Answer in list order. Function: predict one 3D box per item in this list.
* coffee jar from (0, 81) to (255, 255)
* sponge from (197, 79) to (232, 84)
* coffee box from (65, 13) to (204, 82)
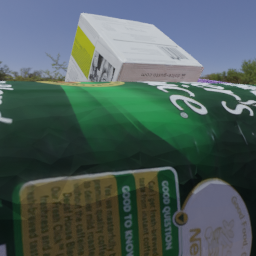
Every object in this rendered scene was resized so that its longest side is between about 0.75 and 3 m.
[{"bbox_3d":[0.102,0.269,1.275,2.232,0.952,1.164,-3,8,-23],"label":"coffee jar"},{"bbox_3d":[2.389,-1.359,9.357,2.591,0.386,1.445,13,4,18],"label":"sponge"},{"bbox_3d":[-0.021,-0.859,5.129,1.672,1.656,1.674,-5,44,-34],"label":"coffee box"}]
